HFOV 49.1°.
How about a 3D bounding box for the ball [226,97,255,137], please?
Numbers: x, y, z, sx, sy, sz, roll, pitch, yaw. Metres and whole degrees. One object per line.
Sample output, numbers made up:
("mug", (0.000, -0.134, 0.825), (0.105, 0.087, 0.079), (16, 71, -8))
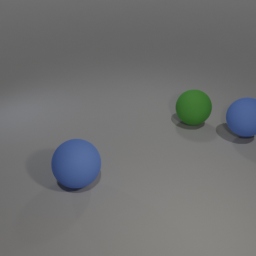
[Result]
("ball", (4.249, -0.392, 10.031), (1.400, 1.400, 1.400), (0, 30, 0))

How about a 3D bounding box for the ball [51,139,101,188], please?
("ball", (-1.468, 1.007, 7.996), (1.400, 1.400, 1.400), (0, 30, 0))

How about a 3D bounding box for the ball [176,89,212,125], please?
("ball", (2.590, -0.820, 11.071), (1.400, 1.400, 1.400), (0, 30, 0))
